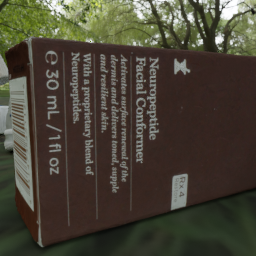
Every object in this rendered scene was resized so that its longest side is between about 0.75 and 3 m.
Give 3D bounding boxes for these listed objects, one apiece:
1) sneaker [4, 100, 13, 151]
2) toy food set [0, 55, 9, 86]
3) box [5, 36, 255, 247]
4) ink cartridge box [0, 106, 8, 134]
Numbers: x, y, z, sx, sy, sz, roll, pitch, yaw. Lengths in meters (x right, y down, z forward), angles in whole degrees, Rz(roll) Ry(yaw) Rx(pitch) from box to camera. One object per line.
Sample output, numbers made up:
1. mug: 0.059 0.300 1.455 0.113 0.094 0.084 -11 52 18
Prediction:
1. sneaker: -1.362 -0.318 5.267 0.985 1.081 2.637 0 8 3
2. toy food set: -3.573 -1.101 5.894 2.766 1.245 1.320 -29 -4 37
3. box: 0.328 -0.012 2.482 2.481 1.242 0.930 -6 10 -31
4. ink cartridge box: -3.208 -0.153 5.860 1.005 0.589 1.372 7 13 42
